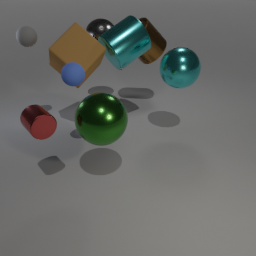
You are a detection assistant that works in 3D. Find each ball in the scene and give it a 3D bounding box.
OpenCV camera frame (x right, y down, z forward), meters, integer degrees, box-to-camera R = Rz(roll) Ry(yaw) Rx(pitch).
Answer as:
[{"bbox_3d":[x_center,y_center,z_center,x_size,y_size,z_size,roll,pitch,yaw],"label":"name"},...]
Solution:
[{"bbox_3d":[-1.629,-1.588,8.307,0.700,0.700,0.700,0,28,0],"label":"ball"},{"bbox_3d":[-0.703,-0.234,7.393,1.400,1.400,1.400,0,28,0],"label":"ball"},{"bbox_3d":[-3.526,-3.185,9.764,0.700,0.700,0.700,0,28,0],"label":"ball"},{"bbox_3d":[1.788,-2.061,9.643,1.400,1.400,1.400,0,28,0],"label":"ball"},{"bbox_3d":[-1.156,-3.987,12.107,1.400,1.400,1.400,0,28,0],"label":"ball"}]

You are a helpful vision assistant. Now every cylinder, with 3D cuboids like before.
[{"bbox_3d":[0.710,-3.717,12.027,1.400,1.400,1.400,36,7,-35],"label":"cylinder"},{"bbox_3d":[-0.122,-3.057,10.093,1.400,1.400,1.400,-38,38,-8],"label":"cylinder"},{"bbox_3d":[-2.278,-0.156,7.129,0.700,0.700,0.700,-20,37,-33],"label":"cylinder"}]

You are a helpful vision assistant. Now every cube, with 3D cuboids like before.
[{"bbox_3d":[-1.827,-2.541,10.003,1.400,1.400,1.400,-52,5,-16],"label":"cube"}]
